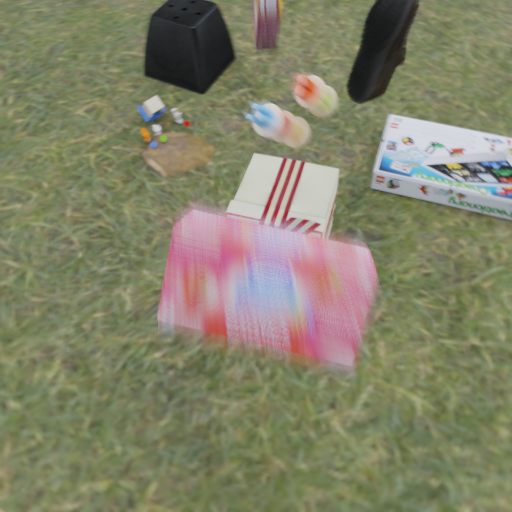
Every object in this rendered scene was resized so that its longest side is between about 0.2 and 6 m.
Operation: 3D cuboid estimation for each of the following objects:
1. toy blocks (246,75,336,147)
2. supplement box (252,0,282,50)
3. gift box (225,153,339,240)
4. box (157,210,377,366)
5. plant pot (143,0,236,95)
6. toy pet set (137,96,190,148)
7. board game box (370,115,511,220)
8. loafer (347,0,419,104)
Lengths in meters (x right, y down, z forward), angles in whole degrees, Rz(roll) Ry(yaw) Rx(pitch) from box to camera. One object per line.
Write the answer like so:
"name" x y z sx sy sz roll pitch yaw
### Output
"toy blocks" 0.514 -2.261 8.481 0.509 1.168 1.401 50 22 21
"supplement box" 0.154 -3.707 8.763 0.353 0.824 0.455 -7 65 -7
"gift box" 0.646 -0.580 10.769 2.209 2.038 2.062 10 52 15
"box" 0.134 0.320 6.560 2.294 1.144 1.095 13 16 3
"plant pot" -1.801 -5.746 14.832 1.920 1.708 1.925 22 55 15
"toy pet set" -2.452 -3.305 13.856 1.179 0.626 1.101 -37 96 -21
"board game box" 4.470 -2.071 12.770 3.342 0.578 2.109 15 55 11
"loafer" 2.341 -3.805 10.146 0.764 2.142 0.782 -11 49 -35
